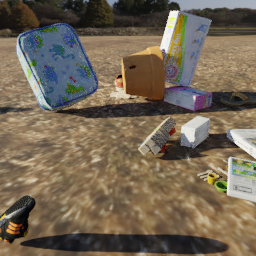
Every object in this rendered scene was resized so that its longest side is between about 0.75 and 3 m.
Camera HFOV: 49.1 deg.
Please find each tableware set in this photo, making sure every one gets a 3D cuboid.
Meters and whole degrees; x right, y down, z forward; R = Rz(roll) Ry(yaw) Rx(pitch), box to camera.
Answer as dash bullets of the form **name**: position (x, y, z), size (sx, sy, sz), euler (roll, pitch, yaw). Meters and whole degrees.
- **tableware set**: position (2.137, 0.930, 5.649), size (1.292, 0.198, 0.870), euler (-9, 24, -23)

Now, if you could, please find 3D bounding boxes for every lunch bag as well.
- **lunch bag**: position (-2.329, -2.027, 9.483), size (2.144, 2.668, 1.100), euler (-27, 5, -25)

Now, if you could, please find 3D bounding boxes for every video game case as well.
- **video game case**: position (3.828, 0.405, 6.435), size (2.392, 0.279, 2.175), euler (1, 13, -1)
- **video game case**: position (2.509, 1.011, 5.246), size (1.216, 0.134, 1.109), euler (11, 31, 16)

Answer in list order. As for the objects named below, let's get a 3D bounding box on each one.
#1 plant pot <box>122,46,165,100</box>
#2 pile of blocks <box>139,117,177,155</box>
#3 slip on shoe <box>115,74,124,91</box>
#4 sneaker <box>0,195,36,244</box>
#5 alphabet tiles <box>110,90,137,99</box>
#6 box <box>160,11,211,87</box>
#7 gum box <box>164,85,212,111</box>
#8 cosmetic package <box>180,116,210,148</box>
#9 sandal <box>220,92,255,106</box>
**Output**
- **plant pot**: position (0.521, -2.032, 10.690), size (1.407, 2.011, 2.011), euler (-6, 22, -3)
- **pile of blocks**: position (0.761, 0.331, 6.945), size (0.494, 0.653, 1.590), euler (47, 43, 1)
- **slip on shoe**: position (-0.265, -2.187, 12.873), size (0.720, 0.595, 1.944), euler (-2, 20, 0)
- **sneaker**: position (-1.473, 1.274, 3.830), size (0.988, 0.445, 0.346), euler (-37, 14, 29)
- **alphabet tiles**: position (-0.164, -1.378, 11.541), size (1.084, 0.081, 1.109), euler (2, 22, 4)
- **box**: position (1.967, -2.982, 10.620), size (1.263, 2.492, 1.402), euler (12, 21, -8)
- **gum box**: position (2.150, -1.157, 10.354), size (0.922, 0.537, 1.624), euler (-15, 26, -34)
- **cosmetic package**: position (1.759, 0.093, 7.276), size (0.393, 0.546, 0.968), euler (16, 25, 35)
- **sandal**: position (4.180, -1.125, 10.397), size (1.699, 0.459, 0.682), euler (-6, 23, -14)
